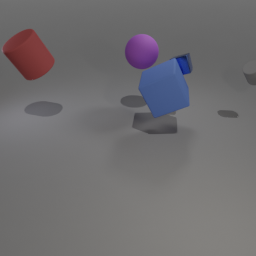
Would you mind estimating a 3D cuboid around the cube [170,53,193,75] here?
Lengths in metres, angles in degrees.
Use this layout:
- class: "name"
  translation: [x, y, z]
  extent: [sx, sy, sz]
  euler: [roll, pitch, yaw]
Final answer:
- class: "cube"
  translation: [2.100, -2.480, 11.004]
  extent: [0.700, 0.700, 0.700]
  euler: [-9, 18, 25]

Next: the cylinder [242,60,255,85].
- class: "cylinder"
  translation: [4.868, -2.125, 10.787]
  extent: [0.700, 0.700, 0.700]
  euler: [-23, 45, 26]

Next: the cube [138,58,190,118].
- class: "cube"
  translation: [1.365, -1.480, 10.392]
  extent: [1.400, 1.400, 1.400]
  euler: [-19, 30, 22]

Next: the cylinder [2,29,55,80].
- class: "cylinder"
  translation: [-3.782, -2.795, 10.724]
  extent: [1.400, 1.400, 1.400]
  euler: [-16, 45, 17]

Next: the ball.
- class: "ball"
  translation: [0.570, -3.150, 11.602]
  extent: [1.400, 1.400, 1.400]
  euler: [0, 29, 0]
